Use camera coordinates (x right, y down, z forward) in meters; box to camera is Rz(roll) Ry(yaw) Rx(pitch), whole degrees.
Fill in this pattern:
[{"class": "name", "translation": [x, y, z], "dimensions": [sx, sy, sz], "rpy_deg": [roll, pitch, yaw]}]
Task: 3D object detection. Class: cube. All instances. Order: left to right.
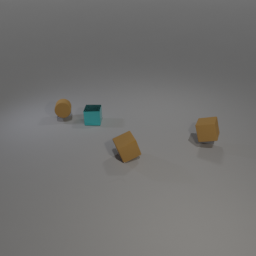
[{"class": "cube", "translation": [-1.528, -0.569, 12.258], "dimensions": [0.700, 0.700, 0.700], "rpy_deg": [0, 29, 2]}, {"class": "cube", "translation": [-0.039, 0.659, 9.829], "dimensions": [0.700, 0.700, 0.700], "rpy_deg": [-26, 34, -5]}, {"class": "cube", "translation": [2.963, 0.047, 10.411], "dimensions": [0.700, 0.700, 0.700], "rpy_deg": [-5, 21, 27]}]

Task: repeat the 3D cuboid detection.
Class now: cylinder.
[{"class": "cylinder", "translation": [-2.868, -0.879, 12.393], "dimensions": [0.700, 0.700, 0.700], "rpy_deg": [-5, 21, -9]}]
